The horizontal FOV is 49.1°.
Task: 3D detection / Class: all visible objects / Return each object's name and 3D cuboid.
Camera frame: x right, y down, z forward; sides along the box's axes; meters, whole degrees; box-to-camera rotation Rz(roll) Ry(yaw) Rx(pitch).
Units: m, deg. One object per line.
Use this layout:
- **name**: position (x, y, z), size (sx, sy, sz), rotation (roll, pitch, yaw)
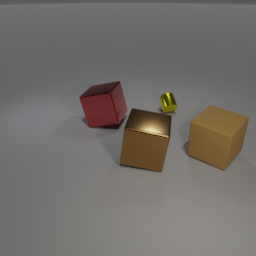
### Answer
- **cube**: position (-0.981, -1.006, 11.762), size (1.400, 1.400, 1.400), rotation (-7, 25, 19)
- **cylinder**: position (1.860, -1.153, 12.878), size (0.700, 0.700, 0.700), rotation (-7, 63, -13)
- **cube**: position (0.603, 0.366, 9.214), size (1.400, 1.400, 1.400), rotation (11, 31, 5)
- **cube**: position (3.002, 0.281, 9.416), size (1.400, 1.400, 1.400), rotation (24, 42, 34)
